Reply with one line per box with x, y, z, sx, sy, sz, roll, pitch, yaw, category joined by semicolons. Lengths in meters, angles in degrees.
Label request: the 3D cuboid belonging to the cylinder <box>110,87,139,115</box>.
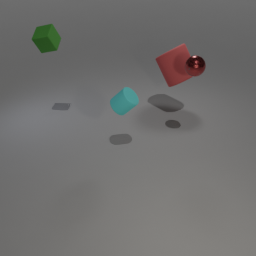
-0.120;-0.884;9.313;0.700;0.700;0.700;31;40;-30;cylinder

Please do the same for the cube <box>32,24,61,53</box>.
-3.020;-3.323;10.419;0.700;0.700;0.700;-4;57;17;cube

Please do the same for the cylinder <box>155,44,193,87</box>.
2.109;-2.708;12.169;1.400;1.400;1.400;-27;9;4;cylinder

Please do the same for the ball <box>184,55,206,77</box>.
2.266;-2.091;9.463;0.700;0.700;0.700;0;31;0;ball
